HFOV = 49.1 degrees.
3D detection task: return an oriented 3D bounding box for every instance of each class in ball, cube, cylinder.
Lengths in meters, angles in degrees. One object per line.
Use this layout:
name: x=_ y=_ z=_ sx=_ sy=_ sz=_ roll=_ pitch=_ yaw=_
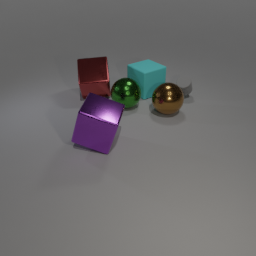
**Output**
ball: x=1.731 y=-1.280 z=12.192 sx=1.400 sy=1.400 sz=1.400 roll=0 pitch=33 yaw=0
ball: x=-0.089 y=-1.582 z=12.713 sx=1.400 sy=1.400 sz=1.400 roll=0 pitch=33 yaw=0
cube: x=-1.058 y=-0.180 z=10.082 sx=1.400 sy=1.400 sz=1.400 roll=20 pitch=36 yaw=-3
cylinder: x=2.706 y=-2.036 z=13.427 sx=0.700 sy=0.700 sz=0.700 roll=-7 pitch=63 yaw=14
cube: x=0.918 y=-2.468 z=14.060 sx=1.400 sy=1.400 sz=1.400 roll=-22 pitch=38 yaw=-30
cube: x=-1.604 y=-2.389 z=13.403 sx=1.400 sy=1.400 sz=1.400 roll=-6 pitch=68 yaw=-3
